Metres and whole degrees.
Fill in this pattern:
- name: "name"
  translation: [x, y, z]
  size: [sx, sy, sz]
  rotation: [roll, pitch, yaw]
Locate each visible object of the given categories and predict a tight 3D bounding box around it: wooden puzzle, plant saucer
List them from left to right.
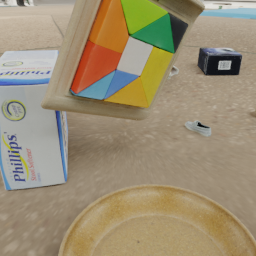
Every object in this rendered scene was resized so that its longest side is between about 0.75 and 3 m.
- name: "wooden puzzle"
  translation: [0.029, -1.039, 4.062]
  size: [2.057, 2.223, 0.414]
  rotation: [5, 32, -43]
- name: "plant saucer"
  translation: [0.424, 1.817, 3.817]
  size: [2.678, 0.474, 2.678]
  rotation: [0, 29, 0]

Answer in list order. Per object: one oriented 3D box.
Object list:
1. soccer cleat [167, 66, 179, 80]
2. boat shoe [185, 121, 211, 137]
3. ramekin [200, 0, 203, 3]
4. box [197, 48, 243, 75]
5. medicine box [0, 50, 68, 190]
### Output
- name: "soccer cleat"
  translation: [1.149, -2.140, 10.825]
  size: [0.906, 0.809, 2.336]
  rotation: [22, 32, 29]
- name: "boat shoe"
  translation: [1.873, -0.051, 7.454]
  size: [0.284, 0.289, 0.813]
  rotation: [-22, 35, -35]
- name: "ramekin"
  translation: [1.203, -3.165, 7.232]
  size: [0.997, 2.045, 2.045]
  rotation: [30, 37, 14]
- name: "box"
  translation: [3.901, -2.903, 12.085]
  size: [1.453, 0.895, 1.441]
  rotation: [-1, 27, -1]
- name: "medicine box"
  translation: [-1.993, -0.310, 5.942]
  size: [1.227, 2.171, 2.384]
  rotation: [-5, 29, -10]
